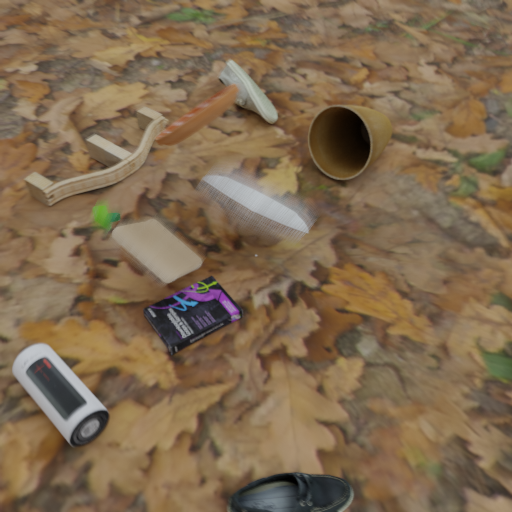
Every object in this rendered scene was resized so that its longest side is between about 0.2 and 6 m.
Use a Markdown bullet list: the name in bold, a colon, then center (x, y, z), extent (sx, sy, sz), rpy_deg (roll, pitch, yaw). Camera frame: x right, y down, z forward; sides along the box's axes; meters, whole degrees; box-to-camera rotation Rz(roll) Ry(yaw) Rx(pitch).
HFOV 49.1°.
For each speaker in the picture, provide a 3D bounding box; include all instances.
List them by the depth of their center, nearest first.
- **speaker**: center (-3.054, 2.127, 8.694), extent (0.702, 0.702, 1.728), rpy_deg (-35, 54, -30)

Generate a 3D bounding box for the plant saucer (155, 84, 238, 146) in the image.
- **plant saucer**: center (-1.056, -2.533, 10.247), extent (1.776, 0.287, 1.776), rpy_deg (-31, 20, 13)

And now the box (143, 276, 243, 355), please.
- **box**: center (-1.142, 1.034, 10.097), extent (1.480, 0.267, 1.058), rpy_deg (-28, 51, -23)

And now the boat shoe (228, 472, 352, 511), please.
- **boat shoe**: center (0.482, 3.254, 7.630), extent (1.745, 0.579, 0.652), rpy_deg (-2, 45, -2)

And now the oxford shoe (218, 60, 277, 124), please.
- **oxford shoe**: center (-0.248, -4.326, 15.224), extent (0.751, 0.977, 2.599), rpy_deg (-43, 57, 15)

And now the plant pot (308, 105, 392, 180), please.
- **plant pot**: center (2.413, -2.833, 13.194), extent (1.680, 1.680, 1.803), rpy_deg (31, 39, 28)

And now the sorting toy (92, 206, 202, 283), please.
- **sorting toy**: center (-2.007, -0.283, 10.106), extent (1.989, 0.293, 1.470), rpy_deg (40, 19, 5)

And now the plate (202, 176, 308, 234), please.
- **plate**: center (0.028, -1.043, 10.700), extent (1.683, 0.272, 1.680), rpy_deg (18, 14, -46)

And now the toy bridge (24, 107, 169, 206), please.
- **toy bridge**: center (-3.448, -2.387, 13.353), extent (1.334, 0.540, 3.969), rpy_deg (29, 51, 22)
